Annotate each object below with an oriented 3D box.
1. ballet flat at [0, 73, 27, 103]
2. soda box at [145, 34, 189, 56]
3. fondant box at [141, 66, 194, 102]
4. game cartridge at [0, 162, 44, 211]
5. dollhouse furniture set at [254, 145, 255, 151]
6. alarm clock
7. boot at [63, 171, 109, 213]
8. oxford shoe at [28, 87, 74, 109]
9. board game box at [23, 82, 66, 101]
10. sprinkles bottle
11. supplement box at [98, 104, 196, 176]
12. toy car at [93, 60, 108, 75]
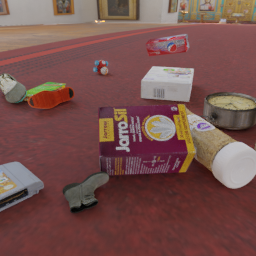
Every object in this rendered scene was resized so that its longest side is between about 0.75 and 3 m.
[{"bbox_3d":[-4.439,-1.531,10.389,0.807,0.762,2.394,-50,36,-7],"label":"ballet flat"},{"bbox_3d":[1.250,-2.631,8.932,1.313,0.460,0.416,1,37,30],"label":"soda box"},{"bbox_3d":[1.644,-1.831,11.215,1.803,0.728,2.499,6,26,13],"label":"fondant box"},{"bbox_3d":[-2.612,1.175,5.210,1.704,0.354,1.135,-23,37,-40],"label":"game cartridge"},{"bbox_3d":[4.259,0.100,6.044,2.029,1.538,2.316,-22,33,-40],"label":"dollhouse furniture set"},{"bbox_3d":[2.853,-0.452,8.182,2.310,0.769,1.558,-15,29,-34],"label":"alarm clock"},{"bbox_3d":[-0.685,1.212,5.187,0.965,0.327,0.630,-20,36,-23],"label":"boot"},{"bbox_3d":[-2.729,-1.012,9.787,0.629,0.617,1.733,-4,11,46],"label":"oxford shoe"},{"bbox_3d":[-3.261,-1.444,10.939,0.889,0.279,1.861,10,29,19],"label":"board game box"},{"bbox_3d":[1.721,0.307,6.399,0.884,0.884,2.590,-9,26,-19],"label":"sprinkles bottle"},{"bbox_3d":[0.320,0.248,5.894,1.861,0.960,1.218,-3,58,-5],"label":"supplement box"},{"bbox_3d":[-1.199,-2.922,13.783,0.695,0.667,0.754,-8,36,-42],"label":"toy car"}]
